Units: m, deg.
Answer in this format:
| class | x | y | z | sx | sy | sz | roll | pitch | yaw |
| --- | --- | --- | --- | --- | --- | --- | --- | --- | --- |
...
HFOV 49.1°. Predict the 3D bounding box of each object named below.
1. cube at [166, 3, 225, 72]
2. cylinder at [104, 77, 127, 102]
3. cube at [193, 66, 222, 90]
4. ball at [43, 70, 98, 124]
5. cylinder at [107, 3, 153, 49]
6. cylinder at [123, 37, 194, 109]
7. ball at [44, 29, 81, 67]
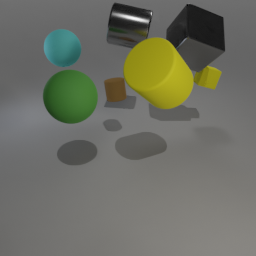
| class | x | y | z | sx | sy | sz | roll | pitch | yaw |
| --- | --- | --- | --- | --- | --- | --- | --- | --- | --- |
| cube | 2.190 | -2.930 | 9.295 | 1.400 | 1.400 | 1.400 | 13 | 67 | -19 |
| cylinder | -0.431 | -1.326 | 9.644 | 0.700 | 0.700 | 0.700 | -7 | 21 | 3 |
| cube | 2.974 | -1.942 | 10.563 | 0.700 | 0.700 | 0.700 | 13 | 22 | -9 |
| ball | -1.489 | -0.809 | 7.303 | 1.400 | 1.400 | 1.400 | 0 | 29 | 0 |
| cylinder | 0.058 | -3.599 | 10.016 | 1.400 | 1.400 | 1.400 | 12 | 30 | -1 |
| cylinder | 0.807 | -1.351 | 7.198 | 1.400 | 1.400 | 1.400 | 22 | -3 | 33 |
| ball | -2.506 | -3.060 | 10.773 | 1.400 | 1.400 | 1.400 | 0 | 29 | 0 |
